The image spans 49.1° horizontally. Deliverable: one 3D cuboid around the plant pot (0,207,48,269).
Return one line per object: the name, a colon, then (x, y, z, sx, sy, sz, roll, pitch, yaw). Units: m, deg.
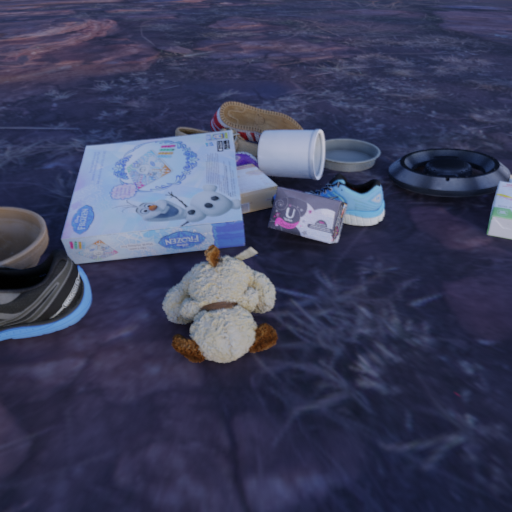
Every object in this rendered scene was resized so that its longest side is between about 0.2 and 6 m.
plant pot: (-4.220, 0.103, 8.641, 2.070, 0.955, 2.070, -1, 32, 1)

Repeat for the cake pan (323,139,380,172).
cake pan: (2.149, -2.408, 13.425, 1.605, 0.294, 1.605, 0, 31, 0)

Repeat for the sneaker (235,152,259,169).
sneaker: (-0.670, -1.950, 12.471, 1.498, 0.603, 0.662, 9, 38, 22)

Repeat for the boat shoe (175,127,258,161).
boat shoe: (-0.728, -2.543, 13.137, 2.535, 0.818, 0.904, 7, 32, 11)

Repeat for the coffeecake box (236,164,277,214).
coffeecake box: (-0.263, -1.389, 11.541, 0.993, 0.472, 1.293, -15, 34, -18)

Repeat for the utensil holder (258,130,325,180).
utensil holder: (0.762, -2.187, 12.029, 1.241, 1.055, 1.055, 6, 31, 17)

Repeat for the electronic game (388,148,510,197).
electronic game: (4.170, -1.811, 12.201, 2.514, 0.523, 2.514, -3, 27, 2)

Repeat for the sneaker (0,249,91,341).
sneaker: (-3.765, 0.647, 7.377, 3.010, 1.247, 1.067, -19, 33, -15)

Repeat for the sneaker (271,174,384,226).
sneaker: (1.371, -1.155, 10.694, 2.175, 0.978, 0.853, -2, 31, -3)

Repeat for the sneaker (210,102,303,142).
sneaker: (0.008, -3.116, 14.039, 2.387, 0.850, 1.343, 16, -8, -20)

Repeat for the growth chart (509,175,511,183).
growth chart: (6.504, -0.999, 11.139, 2.968, 0.263, 2.147, 11, 34, 18)

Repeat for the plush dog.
plush dog: (-0.449, 0.751, 7.549, 1.647, 1.321, 1.414, -8, 59, -7)

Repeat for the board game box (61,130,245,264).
board game box: (-1.813, -1.195, 10.419, 3.001, 0.654, 3.016, -5, 42, -1)

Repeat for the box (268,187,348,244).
box: (0.914, -0.716, 9.938, 1.183, 0.781, 0.678, 16, 8, 18)

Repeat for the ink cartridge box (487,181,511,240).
ink cartridge box: (4.913, -0.926, 10.544, 0.850, 0.489, 1.451, 13, 45, 20)
